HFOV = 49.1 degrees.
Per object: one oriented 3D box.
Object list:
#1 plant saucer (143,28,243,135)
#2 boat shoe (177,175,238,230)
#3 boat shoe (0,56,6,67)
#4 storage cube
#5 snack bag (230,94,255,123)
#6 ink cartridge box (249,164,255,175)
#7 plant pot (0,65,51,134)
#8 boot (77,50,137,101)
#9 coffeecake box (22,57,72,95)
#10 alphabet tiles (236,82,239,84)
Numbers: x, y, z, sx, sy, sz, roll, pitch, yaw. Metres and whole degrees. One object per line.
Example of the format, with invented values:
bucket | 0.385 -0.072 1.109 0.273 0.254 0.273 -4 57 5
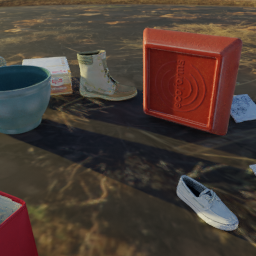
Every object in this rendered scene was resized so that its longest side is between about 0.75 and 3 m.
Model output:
plant saucer | 1.538 -1.238 8.022 2.837 2.831 0.521 19 37 30
boat shoe | 1.578 1.448 5.641 0.519 0.474 1.444 -17 33 -28
boat shoe | -7.049 -2.910 13.102 0.796 0.954 2.558 16 28 36
storage cube | -2.353 1.844 3.770 1.529 1.608 1.788 14 33 23
snack bag | 3.907 -0.679 9.587 1.206 0.137 1.279 -8 47 -15
ink cartridge box | 4.132 1.337 5.054 2.889 0.646 2.545 -11 24 4
plant pot | -3.493 -0.817 8.580 2.382 1.596 2.382 1 29 0
boot | -0.782 -1.989 10.509 2.279 1.762 0.821 6 30 10
coffeecake box | -3.427 -2.206 11.786 1.888 0.899 2.460 -7 30 -13
alphabet tiles | 2.937 -1.698 10.297 1.826 0.070 2.195 7 6 4
